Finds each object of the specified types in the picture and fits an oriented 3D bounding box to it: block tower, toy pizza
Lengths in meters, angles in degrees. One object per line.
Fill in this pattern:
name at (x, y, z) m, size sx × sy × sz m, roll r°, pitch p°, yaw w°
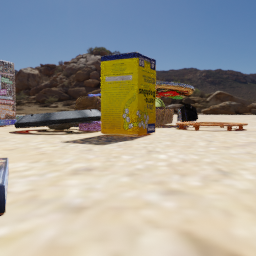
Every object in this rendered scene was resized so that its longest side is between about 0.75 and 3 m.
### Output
block tower at (0.996, -0.453, 10.207) m, size 0.654 × 0.611 × 2.261 m, roll 13°, pitch 9°, yaw 26°
toy pizza at (1.255, -1.426, 11.037) m, size 2.711 × 0.429 × 2.711 m, roll 3°, pitch 1°, yaw 0°

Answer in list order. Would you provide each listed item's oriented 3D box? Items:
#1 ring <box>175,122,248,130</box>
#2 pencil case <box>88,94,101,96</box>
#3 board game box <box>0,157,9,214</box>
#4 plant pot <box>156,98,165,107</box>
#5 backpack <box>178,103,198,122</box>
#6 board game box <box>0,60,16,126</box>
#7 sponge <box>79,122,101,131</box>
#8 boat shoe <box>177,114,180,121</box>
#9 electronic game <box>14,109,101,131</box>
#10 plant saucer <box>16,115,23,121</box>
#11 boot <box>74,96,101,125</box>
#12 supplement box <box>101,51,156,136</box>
ring at (2.438, -0.066, 8.272) m, size 2.056 × 0.197 × 2.056 m, roll -1°, pitch 4°, yaw 0°
pencil case at (-0.705, -1.036, 11.620) m, size 2.055 × 0.802 × 0.893 m, roll -5°, pitch -26°, yaw -14°
board game box at (-1.014, 0.323, 1.635) m, size 0.581 × 0.148 × 0.858 m, roll -1°, pitch 4°, yaw -23°
plant pot at (1.195, -0.866, 14.675) m, size 1.304 × 1.304 × 1.199 m, roll 1°, pitch 15°, yaw 21°
backpack at (2.724, -0.593, 12.592) m, size 0.856 × 0.898 × 0.692 m, roll 2°, pitch -11°, yaw -32°
board game box at (-4.875, -1.150, 9.526) m, size 1.743 × 2.186 × 1.059 m, roll 1°, pitch 3°, yaw 19°
sponge at (-0.848, -0.070, 8.034) m, size 0.766 × 0.205 × 1.373 m, roll -1°, pitch 4°, yaw 7°
boat shoe at (3.280, -0.670, 15.547) m, size 1.624 × 0.555 × 0.600 m, roll -2°, pitch 4°, yaw -38°
electronic game at (-1.750, -0.179, 7.381) m, size 2.331 × 0.485 × 2.331 m, roll -5°, pitch 3°, yaw 0°
plant saucer at (-5.304, -0.362, 12.018) m, size 2.596 × 0.356 × 2.596 m, roll 0°, pitch 3°, yaw 0°
boot at (-0.840, -0.585, 9.611) m, size 2.892 × 1.091 × 1.065 m, roll 4°, pitch 3°, yaw 37°
supplement box at (0.027, -0.704, 6.143) m, size 0.921 × 1.681 × 0.915 m, roll 2°, pitch 4°, yaw 30°
